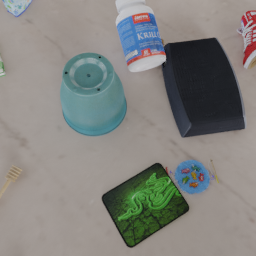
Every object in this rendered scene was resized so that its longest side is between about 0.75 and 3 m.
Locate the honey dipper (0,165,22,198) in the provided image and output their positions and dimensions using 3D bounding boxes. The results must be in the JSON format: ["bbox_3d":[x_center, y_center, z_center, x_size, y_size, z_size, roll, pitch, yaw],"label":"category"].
[{"bbox_3d":[-3.053,1.589,6.644,0.287,0.287,1.512,24,69,11],"label":"honey dipper"}]

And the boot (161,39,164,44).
[{"bbox_3d":[0.670,-2.459,8.551,0.689,0.260,0.787,22,67,-4],"label":"boot"}]

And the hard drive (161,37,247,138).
[{"bbox_3d":[2.059,-1.255,7.767,1.970,0.618,2.921,-7,65,-3],"label":"hard drive"}]

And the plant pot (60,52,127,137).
[{"bbox_3d":[-0.890,-0.902,6.993,1.775,1.668,1.775,1,67,-2],"label":"plant pot"}]

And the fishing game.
[{"bbox_3d":[1.578,1.189,6.872,1.240,0.193,0.888,-6,65,0],"label":"fishing game"}]

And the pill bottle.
[{"bbox_3d":[0.285,-2.634,7.701,1.094,1.094,1.949,-16,89,-7],"label":"pill bottle"}]

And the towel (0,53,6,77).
[{"bbox_3d":[-4.284,-1.969,8.362,1.059,0.162,1.388,-20,67,-8],"label":"towel"}]

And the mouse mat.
[{"bbox_3d":[0.401,1.775,6.643,1.726,0.065,1.389,-29,68,-12],"label":"mouse mat"}]

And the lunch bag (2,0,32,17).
[{"bbox_3d":[-3.575,-4.272,9.076,0.614,0.819,0.963,36,71,15],"label":"lunch bag"}]

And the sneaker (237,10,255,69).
[{"bbox_3d":[3.662,-2.703,8.383,1.192,0.755,2.120,35,66,14],"label":"sneaker"}]
